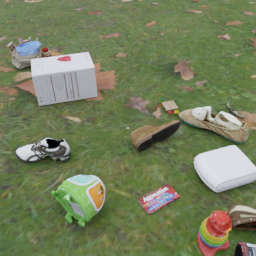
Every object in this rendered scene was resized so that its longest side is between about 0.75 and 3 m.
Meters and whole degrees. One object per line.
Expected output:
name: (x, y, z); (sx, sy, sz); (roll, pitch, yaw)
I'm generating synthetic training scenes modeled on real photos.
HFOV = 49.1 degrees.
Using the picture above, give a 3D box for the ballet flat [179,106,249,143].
ballet flat: (3.493, -0.368, 11.423); (2.926, 0.955, 1.032); (22, 43, 24)

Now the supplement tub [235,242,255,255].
supplement tub: (3.563, 3.415, 7.098); (1.508, 0.806, 0.806); (7, 41, 6)

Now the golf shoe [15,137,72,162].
golf shoe: (-3.122, 0.694, 10.188); (2.045, 0.966, 0.795); (-2, 41, 0)

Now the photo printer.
photo printer: (3.273, 1.381, 9.611); (1.807, 0.628, 1.504); (-12, 42, -14)

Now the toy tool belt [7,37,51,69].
toy tool belt: (-5.486, -4.401, 15.771); (1.500, 1.477, 2.403); (33, 50, 33)

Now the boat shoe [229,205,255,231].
boat shoe: (3.957, 2.740, 7.990); (1.989, 0.735, 0.736); (-1, 38, 17)

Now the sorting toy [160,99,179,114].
sorting toy: (1.901, -0.937, 12.667); (0.567, 0.199, 1.177); (-12, 45, -14)

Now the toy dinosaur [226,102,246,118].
toy dinosaur: (4.633, -0.751, 12.401); (0.571, 0.307, 1.295); (-2, 38, -25)

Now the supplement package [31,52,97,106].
supplement package: (-2.990, -2.353, 13.229); (2.757, 1.651, 1.672); (-11, 41, -13)

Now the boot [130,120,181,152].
boot: (1.082, 0.091, 10.965); (2.174, 0.800, 0.820); (-24, 51, -20)

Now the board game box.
board game box: (0.989, 2.259, 8.982); (1.215, 0.118, 0.625); (-22, 44, -24)

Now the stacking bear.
stacking bear: (2.328, 2.694, 7.408); (0.852, 1.403, 0.798); (-19, 49, -18)

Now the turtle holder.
turtle holder: (-1.446, 2.079, 8.440); (1.254, 1.766, 1.342); (-39, 91, -35)
